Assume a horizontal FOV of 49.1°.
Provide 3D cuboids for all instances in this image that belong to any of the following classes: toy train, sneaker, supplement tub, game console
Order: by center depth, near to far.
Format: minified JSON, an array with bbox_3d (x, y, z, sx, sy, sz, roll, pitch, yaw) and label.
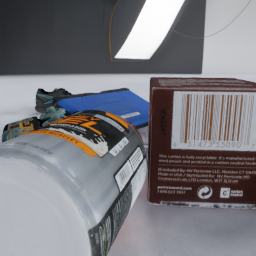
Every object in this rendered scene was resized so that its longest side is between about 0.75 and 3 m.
[{"bbox_3d":[-0.609,0.604,3.329,1.473,1.473,2.404,4,14,14],"label":"supplement tub"},{"bbox_3d":[-1.756,0.337,5.625,1.445,1.081,2.536,-18,21,-17],"label":"toy train"},{"bbox_3d":[-0.851,-0.106,8.056,2.522,1.748,2.955,36,32,27],"label":"game console"},{"bbox_3d":[-2.583,-1.114,11.491,2.568,1.018,0.968,1,12,0],"label":"sneaker"}]

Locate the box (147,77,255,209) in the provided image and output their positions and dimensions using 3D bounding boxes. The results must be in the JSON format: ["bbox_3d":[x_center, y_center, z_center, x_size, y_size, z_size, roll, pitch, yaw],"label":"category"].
[{"bbox_3d":[1.246,0.067,4.873,1.794,1.776,2.162,1,14,5],"label":"box"}]

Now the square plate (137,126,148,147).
[{"bbox_3d":[0.628,0.013,8.184,2.548,0.362,2.524,6,15,23],"label":"square plate"}]
